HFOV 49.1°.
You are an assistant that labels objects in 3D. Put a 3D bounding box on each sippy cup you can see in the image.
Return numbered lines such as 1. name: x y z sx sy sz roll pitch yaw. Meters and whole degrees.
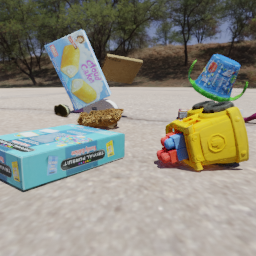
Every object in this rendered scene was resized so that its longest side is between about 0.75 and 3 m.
1. sippy cup: 3.047 -1.723 9.434 1.760 1.290 1.382 8 31 -24

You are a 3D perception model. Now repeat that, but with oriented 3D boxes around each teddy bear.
1. teddy bear: -1.195 -0.371 12.213 2.419 0.808 1.754 -3 1 29

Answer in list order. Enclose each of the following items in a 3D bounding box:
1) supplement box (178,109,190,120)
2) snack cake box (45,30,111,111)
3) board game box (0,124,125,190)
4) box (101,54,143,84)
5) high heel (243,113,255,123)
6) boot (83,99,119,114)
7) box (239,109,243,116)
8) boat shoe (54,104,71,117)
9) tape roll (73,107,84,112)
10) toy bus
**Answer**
1. supplement box: 2.881 -0.715 14.394 0.574 0.446 1.041 2 11 12
2. snack cake box: -1.613 -1.926 9.431 1.329 2.311 0.777 -23 13 5
3. board game box: -1.888 0.543 7.084 2.251 0.700 2.982 9 14 39
4. box: -0.402 -2.857 13.773 1.872 1.531 0.199 4 53 -25
5. high heel: 5.615 -0.601 13.049 1.513 0.727 0.510 5 12 26
6. boot: -1.139 -1.140 14.990 1.283 1.033 2.840 -16 18 -39
7. box: 5.699 -0.846 15.160 0.604 0.422 0.793 -7 13 -34
8. boat shoe: -3.513 -1.021 15.415 0.625 0.679 1.901 -13 12 -33
9. tape roll: -2.839 -1.757 16.756 0.683 1.608 1.608 0 11 1
10. toy bus: 1.675 0.265 7.299 2.111 1.492 2.199 -17 11 -6
